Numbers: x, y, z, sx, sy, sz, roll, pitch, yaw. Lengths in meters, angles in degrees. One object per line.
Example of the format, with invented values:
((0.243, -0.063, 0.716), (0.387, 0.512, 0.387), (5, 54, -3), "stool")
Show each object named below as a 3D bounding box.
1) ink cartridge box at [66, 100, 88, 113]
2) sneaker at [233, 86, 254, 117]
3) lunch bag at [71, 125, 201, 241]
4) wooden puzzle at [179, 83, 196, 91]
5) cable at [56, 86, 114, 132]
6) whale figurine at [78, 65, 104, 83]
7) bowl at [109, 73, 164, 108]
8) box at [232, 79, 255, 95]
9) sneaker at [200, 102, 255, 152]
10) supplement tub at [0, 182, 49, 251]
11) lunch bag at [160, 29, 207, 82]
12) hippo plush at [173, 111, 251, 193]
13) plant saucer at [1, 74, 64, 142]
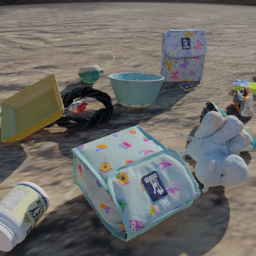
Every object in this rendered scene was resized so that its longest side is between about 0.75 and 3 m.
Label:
((-2.325, -0.986, 12.870), (0.960, 0.323, 0.558), (15, 34, 24), "ink cartridge box")
((5.217, -1.131, 12.797), (0.839, 0.850, 2.172), (-12, 26, 30), "sneaker")
((0.153, 1.397, 7.558), (2.443, 1.749, 2.868), (-19, 39, -31), "lunch bag")
((3.216, -2.257, 15.124), (0.695, 0.174, 0.751), (-11, 33, -16), "wooden puzzle")
((-1.825, -0.912, 12.102), (2.969, 0.754, 2.422), (-21, 46, -35), "cable")
((-2.079, -3.009, 15.874), (1.478, 0.964, 1.857), (-8, 7, 3), "whale figurine")
((0.369, -1.732, 12.870), (2.499, 1.307, 2.499), (1, 18, 0), "bowl")
((6.337, -2.151, 14.767), (1.484, 0.354, 0.905), (18, 36, 27), "box")
((3.762, -0.008, 10.858), (1.164, 1.133, 2.924), (9, 31, -25), "sneaker")
((-2.771, 2.158, 6.955), (1.052, 1.052, 1.450), (10, 33, 17), "supplement tub")
((3.034, -4.056, 15.617), (2.319, 2.735, 1.738), (-1, 31, -3), "lunch bag")
((2.624, 0.728, 8.472), (2.445, 1.948, 1.966), (4, 31, 6), "hippo plush")
((-3.736, -0.725, 11.140), (2.613, 0.633, 2.612), (-28, 44, 2), "plant saucer")
